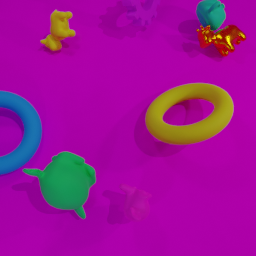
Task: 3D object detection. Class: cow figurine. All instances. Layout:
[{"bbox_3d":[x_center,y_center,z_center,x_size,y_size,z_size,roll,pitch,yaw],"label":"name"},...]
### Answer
[{"bbox_3d":[-1.998,-2.703,7.786,1.046,1.063,0.583,7,24,27],"label":"cow figurine"},{"bbox_3d":[2.539,-2.551,7.760,1.174,0.644,1.155,-44,94,-11],"label":"cow figurine"}]

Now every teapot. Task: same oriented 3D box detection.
[{"bbox_3d":[2.398,-3.247,7.957,0.709,1.449,0.901,-33,88,10],"label":"teapot"}]

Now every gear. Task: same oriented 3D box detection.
[{"bbox_3d":[0.412,-3.739,7.815,0.308,1.664,1.664,15,65,29],"label":"gear"}]

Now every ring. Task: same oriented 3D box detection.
[{"bbox_3d":[-3.107,0.085,6.616,2.063,0.413,2.063,4,73,-12],"label":"ring"},{"bbox_3d":[1.396,-0.386,6.581,2.040,0.408,2.040,-15,37,11],"label":"ring"}]

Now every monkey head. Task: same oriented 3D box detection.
[{"bbox_3d":[0.084,1.537,5.736,0.781,1.085,0.654,25,79,-2],"label":"monkey head"},{"bbox_3d":[-1.352,1.070,5.749,1.260,1.752,1.056,7,53,48],"label":"monkey head"}]
